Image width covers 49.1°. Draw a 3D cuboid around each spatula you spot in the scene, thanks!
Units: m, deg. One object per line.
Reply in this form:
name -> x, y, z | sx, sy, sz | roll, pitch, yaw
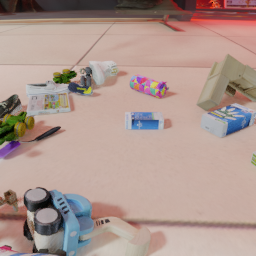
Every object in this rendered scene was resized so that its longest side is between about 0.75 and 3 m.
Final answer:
spatula -> -2.912, 0.351, 8.405 | 0.602, 0.219, 2.129 | 10, 26, 43

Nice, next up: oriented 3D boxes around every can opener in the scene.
can opener -> -1.971, -2.426, 13.083 | 0.537, 0.673, 2.013 | -1, 20, -8

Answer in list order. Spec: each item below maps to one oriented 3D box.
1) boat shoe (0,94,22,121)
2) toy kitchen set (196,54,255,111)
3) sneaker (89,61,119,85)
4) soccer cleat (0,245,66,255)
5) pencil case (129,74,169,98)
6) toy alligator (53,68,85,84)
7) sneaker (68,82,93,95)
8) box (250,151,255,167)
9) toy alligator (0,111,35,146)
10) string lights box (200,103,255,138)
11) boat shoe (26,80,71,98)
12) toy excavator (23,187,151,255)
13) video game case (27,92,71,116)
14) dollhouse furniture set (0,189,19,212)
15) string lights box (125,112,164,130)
boat shoe -> -4.410, -0.672, 9.930 | 0.654, 0.589, 1.849 | 3, 28, 6
toy kitchen set -> 3.885, -1.197, 10.924 | 2.266, 2.044, 1.848 | 30, -17, -12
sneaker -> -1.066, -2.787, 13.596 | 1.396, 0.890, 2.416 | -6, 31, -12
soccer cleat -> -1.909, 2.293, 4.217 | 2.128, 0.743, 0.919 | 1, 27, 0
pencil case -> 0.877, -1.808, 11.939 | 1.706, 0.754, 0.754 | 21, 35, 35
toy alligator -> -2.866, -2.395, 13.031 | 0.515, 0.710, 2.143 | 17, 33, 29
sneaker -> -2.005, -1.614, 11.848 | 1.161, 0.429, 0.477 | 17, -2, 17
box -> 4.478, 0.879, 7.256 | 2.159, 0.375, 1.188 | -9, 29, -17
toy alligator -> -3.524, 0.125, 8.205 | 0.878, 0.636, 2.649 | 6, 18, 3
string lights box -> 3.332, -0.279, 9.278 | 1.707, 0.503, 0.877 | -18, 33, -30
boat shoe -> -3.317, -1.707, 11.831 | 1.906, 0.623, 0.701 | -13, 31, -23
toy excavator -> -0.780, 1.781, 5.160 | 1.907, 0.952, 1.854 | -8, 29, -33
video game case -> -3.072, -0.963, 10.914 | 1.545, 0.194, 1.697 | -7, 28, -12
dollhouse furniture set -> -2.915, 1.743, 5.477 | 0.708, 0.604, 1.365 | 15, 28, 29
string lights box -> 0.532, -0.254, 9.379 | 1.262, 0.372, 0.649 | 0, 28, 0
